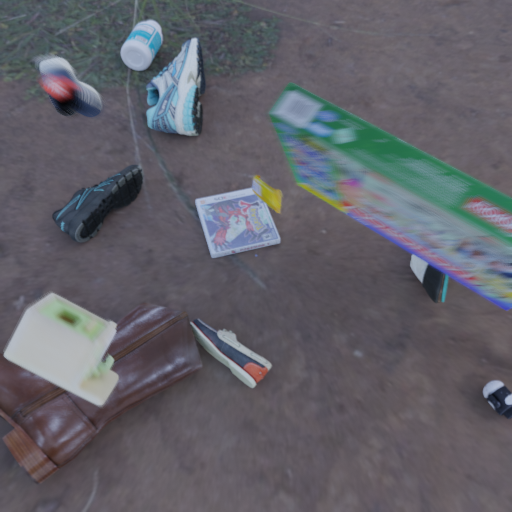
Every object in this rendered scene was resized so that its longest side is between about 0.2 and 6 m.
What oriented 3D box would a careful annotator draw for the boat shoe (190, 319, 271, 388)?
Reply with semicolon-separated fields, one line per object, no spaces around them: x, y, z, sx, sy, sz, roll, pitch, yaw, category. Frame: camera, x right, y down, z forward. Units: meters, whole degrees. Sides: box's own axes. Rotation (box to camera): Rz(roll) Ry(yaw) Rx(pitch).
-0.486;1.597;9.773;1.640;0.584;0.513;37;68;20;boat shoe

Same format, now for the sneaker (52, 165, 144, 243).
-3.319;-1.282;11.873;0.893;0.850;2.254;27;56;22;sneaker

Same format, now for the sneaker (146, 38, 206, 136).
-2.045;-4.350;14.026;1.407;1.265;3.259;-1;52;3;sneaker

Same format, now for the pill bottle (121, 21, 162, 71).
-3.093;-5.855;15.435;0.838;0.838;1.512;10;52;8;pill bottle

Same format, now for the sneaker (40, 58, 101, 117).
-3.436;-2.888;10.502;0.690;1.840;0.778;-15;77;8;sneaker

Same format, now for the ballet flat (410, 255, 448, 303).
3.482;0.042;10.958;0.794;0.790;2.323;13;43;21;ballet flat

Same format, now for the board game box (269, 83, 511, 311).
2.360;-0.793;8.707;4.354;2.930;0.634;33;85;18;board game box

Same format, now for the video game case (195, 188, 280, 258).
-0.415;-0.747;11.866;1.460;0.184;1.602;-13;53;-10;video game case

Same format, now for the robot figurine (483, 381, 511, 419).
4.069;2.388;9.299;0.395;0.476;0.633;-33;58;-3;robot figurine

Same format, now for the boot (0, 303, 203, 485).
-2.954;1.546;9.487;3.388;1.088;3.157;-36;73;-21;boot

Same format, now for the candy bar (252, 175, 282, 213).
0.162;-1.030;9.096;0.158;0.355;1.423;-2;19;-14;candy bar

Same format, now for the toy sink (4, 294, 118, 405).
-2.081;1.040;6.481;1.212;0.790;0.679;30;99;-4;toy sink
